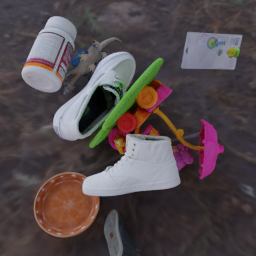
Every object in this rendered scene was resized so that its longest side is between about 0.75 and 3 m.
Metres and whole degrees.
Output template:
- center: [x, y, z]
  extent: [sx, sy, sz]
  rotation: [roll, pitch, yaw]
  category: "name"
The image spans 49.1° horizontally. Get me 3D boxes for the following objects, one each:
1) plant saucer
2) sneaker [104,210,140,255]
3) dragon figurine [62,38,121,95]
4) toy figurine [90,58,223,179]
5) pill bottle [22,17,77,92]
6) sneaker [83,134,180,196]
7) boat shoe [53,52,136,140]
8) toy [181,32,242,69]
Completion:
- center: [-1.325, 1.668, 6.159]
  extent: [1.415, 0.228, 1.415]
  rotation: [0, 59, 0]
  category: "plant saucer"
- center: [-0.129, 2.252, 5.804]
  extent: [0.414, 0.588, 1.108]
  rotation: [-44, 32, 20]
  category: "sneaker"
- center: [-1.139, -1.851, 7.741]
  extent: [0.650, 1.097, 2.207]
  rotation: [46, 58, -22]
  category: "dragon figurine"
- center: [0.780, 0.263, 6.212]
  extent: [2.422, 2.631, 1.975]
  rotation: [41, 26, 0]
  category: "toy figurine"
- center: [-1.916, -1.867, 7.064]
  extent: [0.963, 0.963, 1.757]
  rotation: [10, 65, 6]
  category: "pill bottle"
- center: [-0.044, 0.696, 5.762]
  extent: [2.046, 0.754, 1.182]
  rotation: [-10, 102, 9]
  category: "sneaker"
- center: [-0.508, -0.812, 6.867]
  extent: [0.976, 1.098, 2.986]
  rotation: [6, 53, 44]
  category: "boat shoe"
- center: [2.259, -2.134, 7.735]
  extent: [1.653, 0.952, 0.390]
  rotation: [-1, 26, -12]
  category: "toy"
